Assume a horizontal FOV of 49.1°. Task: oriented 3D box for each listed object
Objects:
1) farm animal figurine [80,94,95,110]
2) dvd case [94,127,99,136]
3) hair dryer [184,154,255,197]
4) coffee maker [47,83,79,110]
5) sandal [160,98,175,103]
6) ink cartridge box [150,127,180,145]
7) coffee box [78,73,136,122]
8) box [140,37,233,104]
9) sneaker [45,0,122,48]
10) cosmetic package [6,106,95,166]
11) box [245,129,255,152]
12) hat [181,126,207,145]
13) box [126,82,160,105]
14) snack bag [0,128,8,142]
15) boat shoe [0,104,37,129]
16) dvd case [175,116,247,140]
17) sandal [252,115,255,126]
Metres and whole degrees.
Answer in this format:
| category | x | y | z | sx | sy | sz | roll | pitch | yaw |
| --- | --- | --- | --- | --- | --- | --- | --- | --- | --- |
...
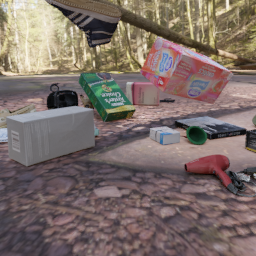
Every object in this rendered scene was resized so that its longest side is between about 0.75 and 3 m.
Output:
| category | x | y | z | sx | sy | sz | roll | pitch | yaw |
| --- | --- | --- | --- | --- | --- | --- | --- | --- | --- |
| farm animal figurine | -2.505 | -1.181 | 14.653 | 2.305 | 1.159 | 1.861 | -15 | 1 | -36 |
| dvd case | -2.589 | -0.019 | 11.357 | 2.057 | 0.310 | 2.817 | -6 | 16 | -24 |
| hair dryer | 2.269 | 1.042 | 6.865 | 1.795 | 0.488 | 1.367 | 7 | 17 | 29 |
| coffee maker | -2.996 | -1.215 | 12.383 | 1.174 | 1.674 | 1.743 | -29 | 12 | -26 |
| sandal | 2.556 | -1.859 | 18.698 | 1.216 | 0.260 | 0.462 | -1 | 14 | -4 |
| ink cartridge box | 1.313 | 0.266 | 10.062 | 0.702 | 0.412 | 0.959 | -7 | 17 | -24 |
| coffee box | -1.056 | -1.622 | 13.946 | 1.779 | 0.636 | 2.893 | -9 | 53 | -38 |
| box | 2.167 | -2.001 | 10.174 | 2.994 | 1.417 | 1.536 | 5 | 32 | -40 |
| sneaker | -1.383 | -3.125 | 8.156 | 2.191 | 1.188 | 0.768 | 14 | 48 | -10 |
| cosmetic package | -2.281 | 0.143 | 8.675 | 1.136 | 1.346 | 2.520 | 12 | 17 | 39 |
| box | 5.458 | 0.562 | 8.320 | 2.322 | 0.717 | 2.907 | -9 | 17 | -25 |
| hat | 2.355 | 0.408 | 10.135 | 0.741 | 0.788 | 0.895 | -9 | 57 | -12 |
| box | 0.942 | -2.191 | 17.777 | 2.106 | 1.347 | 1.147 | 1 | 14 | 2 |
| snack bag | -4.359 | 0.234 | 10.661 | 1.570 | 0.178 | 1.665 | -7 | 16 | -27 |
| boat shoe | -5.068 | -0.450 | 11.708 | 2.441 | 0.793 | 0.881 | -15 | 20 | -16 |
| dvd case | 3.316 | -0.048 | 11.523 | 1.779 | 0.293 | 2.367 | -7 | 15 | -23 |
| sandal | 5.663 | -0.493 | 11.100 | 0.678 | 0.944 | 2.376 | 32 | -1 | -4 |
